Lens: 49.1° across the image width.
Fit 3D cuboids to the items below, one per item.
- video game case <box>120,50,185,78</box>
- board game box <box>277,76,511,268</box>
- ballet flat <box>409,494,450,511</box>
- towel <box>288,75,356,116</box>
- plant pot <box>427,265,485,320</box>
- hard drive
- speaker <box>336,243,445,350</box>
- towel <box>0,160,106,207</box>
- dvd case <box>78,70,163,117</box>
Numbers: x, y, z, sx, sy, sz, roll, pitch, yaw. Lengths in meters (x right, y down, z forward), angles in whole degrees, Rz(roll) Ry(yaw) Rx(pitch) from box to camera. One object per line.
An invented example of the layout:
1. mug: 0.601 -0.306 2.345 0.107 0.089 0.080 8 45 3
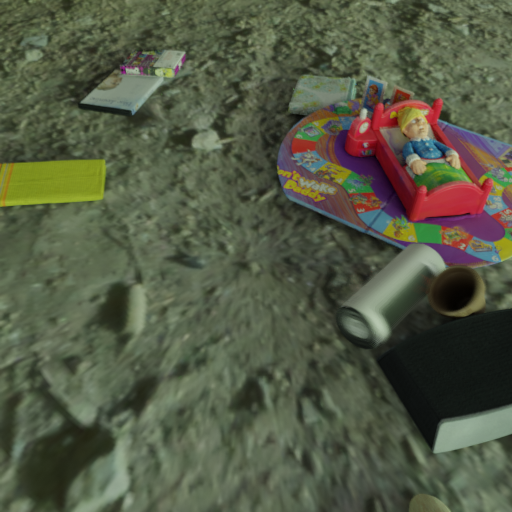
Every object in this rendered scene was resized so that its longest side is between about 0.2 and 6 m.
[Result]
1. video game case: -2.763 -5.235 15.189 1.444 0.285 1.593 4 35 2
2. board game box: 3.152 -2.061 11.104 5.500 1.071 4.345 26 51 21
3. ballet flat: 2.098 3.362 5.945 0.624 0.577 1.850 -1 43 -4
4. towel: 1.676 -3.938 13.896 1.482 0.417 1.731 7 43 11
5. plant pot: 3.171 0.670 8.601 0.838 0.731 0.838 -26 44 28
6. hard drive: 3.221 1.592 7.853 2.587 0.548 1.745 -13 45 -14
7. speaker: 2.130 0.586 8.769 0.792 0.792 1.950 33 52 30
8. towel: -4.574 -1.427 11.349 2.958 0.267 1.273 -4 48 -6
9. dvd case: -3.431 -4.203 14.328 1.448 0.178 2.030 11 44 11
